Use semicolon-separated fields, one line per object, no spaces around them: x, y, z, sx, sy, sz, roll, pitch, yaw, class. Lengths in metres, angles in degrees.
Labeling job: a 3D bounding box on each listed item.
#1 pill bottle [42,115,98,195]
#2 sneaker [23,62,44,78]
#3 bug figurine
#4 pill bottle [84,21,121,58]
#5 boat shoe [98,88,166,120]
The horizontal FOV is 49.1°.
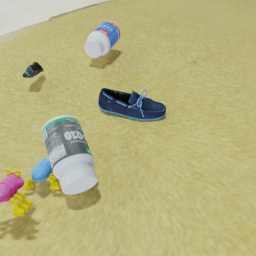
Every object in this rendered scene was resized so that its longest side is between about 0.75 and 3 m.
-1.233;0.559;5.943;0.867;0.867;1.532;-16;60;-18;pill bottle
-3.085;-1.864;9.060;0.422;0.401;1.065;-36;12;14;sneaker
-2.718;1.030;5.561;2.637;0.678;2.045;0;13;-2;bug figurine
-0.944;-3.230;10.288;0.894;0.894;1.592;14;45;15;pill bottle
0.105;-0.688;7.866;1.973;0.677;0.830;6;39;2;boat shoe
